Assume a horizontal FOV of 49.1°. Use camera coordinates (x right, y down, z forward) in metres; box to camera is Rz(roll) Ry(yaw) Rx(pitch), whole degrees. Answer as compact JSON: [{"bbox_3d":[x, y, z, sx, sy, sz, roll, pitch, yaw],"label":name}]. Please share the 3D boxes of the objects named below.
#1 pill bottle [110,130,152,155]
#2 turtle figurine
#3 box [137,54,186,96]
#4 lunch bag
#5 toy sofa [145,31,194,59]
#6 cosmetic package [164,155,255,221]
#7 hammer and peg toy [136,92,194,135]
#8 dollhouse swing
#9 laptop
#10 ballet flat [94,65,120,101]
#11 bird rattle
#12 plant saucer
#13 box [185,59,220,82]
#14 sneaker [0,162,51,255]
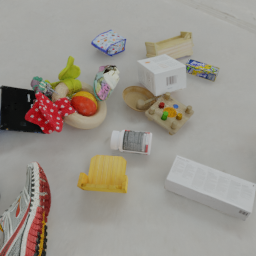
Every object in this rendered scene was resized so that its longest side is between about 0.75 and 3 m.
[{"bbox_3d":[0.110,0.433,8.821,1.243,0.708,0.708,7,50,5],"label":"pill bottle"},{"bbox_3d":[-2.742,-0.903,9.551,1.054,1.567,2.093,-30,43,-5],"label":"turtle figurine"},{"bbox_3d":[1.228,-2.017,10.481,1.265,0.883,1.661,-17,33,-13],"label":"box"},{"bbox_3d":[-0.860,-3.663,12.281,1.028,0.749,1.209,37,51,26],"label":"lunch bag"},{"bbox_3d":[1.814,-3.473,12.176,2.020,0.986,0.836,-22,28,-17],"label":"toy sofa"},{"bbox_3d":[2.276,1.650,7.856,2.310,0.585,0.954,20,51,16],"label":"cosmetic package"},{"bbox_3d":[1.244,-0.687,9.700,1.811,0.639,1.332,36,58,19],"label":"hammer and peg toy"},{"bbox_3d":[-0.636,1.217,7.971,1.292,1.174,1.136,4,71,4],"label":"dollhouse swing"},{"bbox_3d":[-4.211,-0.339,9.863,2.426,1.253,2.150,6,45,-29],"label":"laptop"},{"bbox_3d":[-0.715,-1.828,10.267,0.860,0.835,2.417,-27,27,16],"label":"ballet flat"},{"bbox_3d":[-1.796,-0.902,9.302,2.428,1.678,2.979,23,37,-19],"label":"bird rattle"},{"bbox_3d":[0.395,-1.015,10.203,1.317,0.233,1.317,11,47,-11],"label":"plant saucer"},{"bbox_3d":[2.984,-2.356,11.372,1.310,0.421,0.459,23,54,18],"label":"box"},{"bbox_3d":[-2.682,2.117,7.130,1.187,1.125,2.890,-3,49,-2],"label":"sneaker"}]
